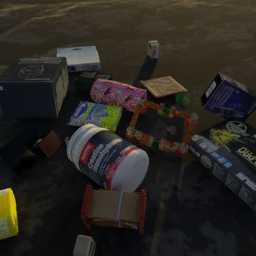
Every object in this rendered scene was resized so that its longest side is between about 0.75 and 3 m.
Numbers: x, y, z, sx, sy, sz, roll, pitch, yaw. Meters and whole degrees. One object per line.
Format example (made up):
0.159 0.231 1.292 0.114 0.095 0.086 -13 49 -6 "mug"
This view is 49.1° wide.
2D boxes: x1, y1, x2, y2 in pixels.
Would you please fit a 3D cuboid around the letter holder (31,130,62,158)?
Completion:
-2.868 0.613 9.951 0.453 0.641 0.901 -17 28 33 "letter holder"

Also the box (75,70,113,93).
-1.589 -2.144 13.141 1.488 0.587 1.050 11 37 13 "box"

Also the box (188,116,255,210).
3.804 0.945 9.258 2.394 0.729 2.970 -24 45 -22 "box"

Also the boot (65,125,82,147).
-1.967 0.288 10.362 0.744 0.356 0.985 -12 40 -10 "boot"

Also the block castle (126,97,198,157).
1.166 -0.001 9.711 2.266 1.063 1.514 17 77 9 "block castle"

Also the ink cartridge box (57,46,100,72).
-2.728 -3.759 15.208 2.244 0.456 2.248 -7 40 -8 "ink cartridge box"

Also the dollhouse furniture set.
-0.458 2.937 6.758 1.568 1.185 2.914 5 57 6 "dollhouse furniture set"

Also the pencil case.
-0.364 -1.352 11.824 2.344 1.014 0.970 15 50 16 "pencil case"

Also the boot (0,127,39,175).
-3.448 0.759 9.537 1.381 0.628 1.644 28 54 35 "boot"

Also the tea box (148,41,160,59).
1.452 -4.412 15.776 0.504 0.755 0.743 -5 40 -6 "tea box"

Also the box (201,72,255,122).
3.929 -1.100 10.775 1.777 1.315 0.927 24 31 -8 "box"

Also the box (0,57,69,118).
-3.795 -1.791 11.685 2.166 1.563 2.919 0 32 -1 "box"

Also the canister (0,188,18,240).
-3.985 2.448 7.356 1.915 0.829 1.422 -13 41 -17 "canister"

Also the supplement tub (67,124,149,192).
-0.629 0.947 8.589 2.217 1.556 1.556 28 47 29 "supplement tub"

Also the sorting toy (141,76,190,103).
1.778 -1.677 12.761 1.725 0.343 2.333 -10 37 -19 "sorting toy"

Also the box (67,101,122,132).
-1.342 -0.492 11.225 1.992 0.475 1.215 9 39 9 "box"
